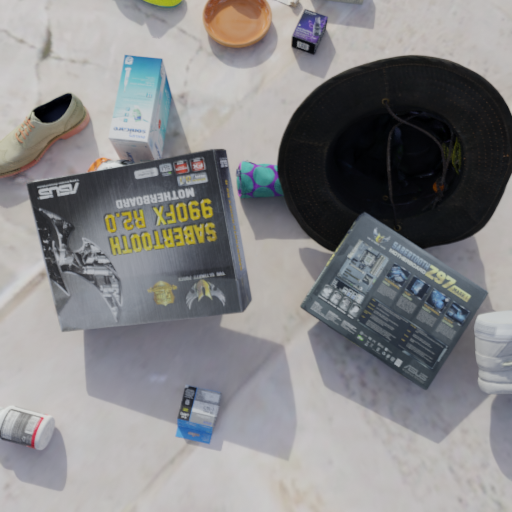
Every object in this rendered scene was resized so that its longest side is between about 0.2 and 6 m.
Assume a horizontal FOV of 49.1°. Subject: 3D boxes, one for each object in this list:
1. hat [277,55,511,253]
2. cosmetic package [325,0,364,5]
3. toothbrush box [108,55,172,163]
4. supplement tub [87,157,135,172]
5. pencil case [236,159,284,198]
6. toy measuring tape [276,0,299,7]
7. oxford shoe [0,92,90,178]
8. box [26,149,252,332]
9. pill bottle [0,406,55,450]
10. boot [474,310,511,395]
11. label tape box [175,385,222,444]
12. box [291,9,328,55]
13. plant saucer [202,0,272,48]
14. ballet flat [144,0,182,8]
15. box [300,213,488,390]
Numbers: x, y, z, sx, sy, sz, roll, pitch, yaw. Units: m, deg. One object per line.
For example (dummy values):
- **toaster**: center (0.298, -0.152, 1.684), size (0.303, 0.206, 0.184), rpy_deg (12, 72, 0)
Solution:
- **hat**: center (2.495, -1.924, 10.412), size (4.116, 4.116, 1.661), rpy_deg (12, 35, 3)
- **cosmetic package**: center (1.826, -6.021, 12.407), size (1.214, 0.432, 0.639), rpy_deg (7, 74, 2)
- **toothbrush box**: center (-2.237, -2.769, 11.017), size (0.774, 1.329, 1.815), rpy_deg (7, 74, 2)
- **supplement tub**: center (-2.176, -1.036, 10.573), size (2.014, 1.234, 1.234), rpy_deg (24, 76, 6)
- **pencil case**: center (0.430, -1.536, 10.992), size (1.649, 0.702, 0.762), rpy_deg (-1, 92, -1)
- **toy measuring tape**: center (-0.047, -6.217, 12.293), size (2.234, 0.822, 0.822), rpy_deg (28, 76, 8)
- **oxford shoe**: center (-4.511, -2.482, 11.162), size (2.404, 0.887, 0.851), rpy_deg (-41, 78, -11)
- **box**: center (-1.971, -0.224, 9.604), size (3.408, 0.824, 2.699), rpy_deg (-7, 99, 13)
- **pill bottle**: center (-4.136, 2.963, 9.771), size (1.073, 0.594, 0.594), rpy_deg (14, 75, 4)
- **boot**: center (5.083, 1.645, 9.882), size (2.900, 1.067, 1.386), rpy_deg (-4, 99, -16)
- **label tape box**: center (-1.037, 2.824, 9.969), size (0.660, 0.290, 0.915), rpy_deg (12, 74, 3)
- **box**: center (1.150, -4.834, 12.086), size (0.568, 0.400, 0.767), rpy_deg (21, 76, 6)
- **plant saucer**: center (-0.414, -5.175, 12.247), size (1.516, 0.284, 1.516), rpy_deg (0, 74, -1)
- **ballet flat**: center (-2.774, -6.434, 12.282), size (2.681, 0.898, 0.896), rpy_deg (36, 77, 9)
- **box**: center (2.436, 0.793, 10.069), size (2.645, 0.675, 2.086), rpy_deg (33, 88, 2)
